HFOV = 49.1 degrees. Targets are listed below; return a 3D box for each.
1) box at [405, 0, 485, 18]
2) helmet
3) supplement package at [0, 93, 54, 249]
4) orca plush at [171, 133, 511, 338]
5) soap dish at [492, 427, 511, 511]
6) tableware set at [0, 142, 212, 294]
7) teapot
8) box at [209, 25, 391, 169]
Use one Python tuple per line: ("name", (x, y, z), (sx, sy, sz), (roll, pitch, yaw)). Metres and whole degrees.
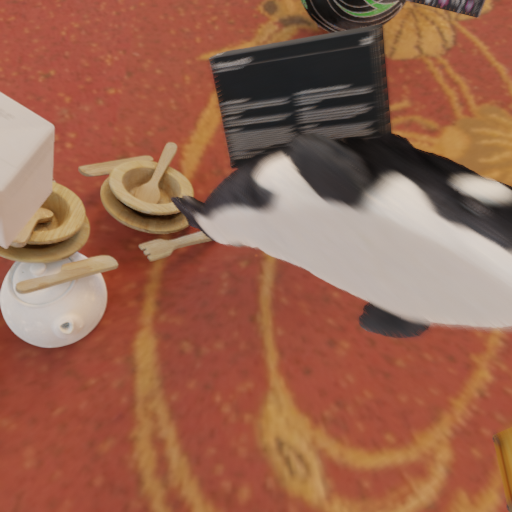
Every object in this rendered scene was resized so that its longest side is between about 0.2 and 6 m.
("box", (2.193, -3.727, 6.756), (1.036, 1.193, 1.805), (10, 33, -6))
("helmet", (1.984, -5.521, 11.166), (2.243, 2.138, 2.243), (-31, 37, 27))
("supplement package", (-2.352, -0.758, 4.943), (0.800, 1.320, 0.791), (31, 64, -8))
("orca plush", (0.959, -0.444, 5.349), (1.459, 4.105, 2.160), (-46, 109, -23))
("soap dish", (2.498, 1.896, 5.016), (0.344, 0.667, 0.847), (18, 49, -19))
("tableware set", (-2.289, -0.824, 8.134), (3.406, 0.683, 2.252), (-19, 55, -41))
("teapot", (-2.890, 0.419, 7.796), (1.565, 1.143, 1.544), (11, 57, 8))
("box", (0.589, -1.954, 6.977), (2.014, 1.421, 0.794), (-2, 27, 20))
